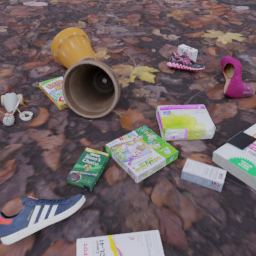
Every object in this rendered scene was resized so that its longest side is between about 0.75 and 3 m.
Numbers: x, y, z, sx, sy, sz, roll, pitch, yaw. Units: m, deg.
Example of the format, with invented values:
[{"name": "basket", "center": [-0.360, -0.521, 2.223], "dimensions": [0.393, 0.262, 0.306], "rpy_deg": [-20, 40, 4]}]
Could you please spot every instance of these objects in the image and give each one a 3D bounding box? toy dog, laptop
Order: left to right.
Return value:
[{"name": "toy dog", "center": [-4.254, -0.887, 10.151], "dimensions": [1.113, 0.813, 1.687], "rpy_deg": [-23, 45, -25]}, {"name": "laptop", "center": [3.393, 0.476, 8.731], "dimensions": [0.780, 0.833, 0.483], "rpy_deg": [-26, 75, -28]}]

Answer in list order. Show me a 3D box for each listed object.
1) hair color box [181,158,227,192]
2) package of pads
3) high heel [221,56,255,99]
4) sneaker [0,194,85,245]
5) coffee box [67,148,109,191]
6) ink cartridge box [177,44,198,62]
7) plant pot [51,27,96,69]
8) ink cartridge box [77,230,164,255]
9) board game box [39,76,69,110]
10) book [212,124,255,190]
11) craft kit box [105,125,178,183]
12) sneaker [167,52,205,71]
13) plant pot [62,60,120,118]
[{"name": "hair color box", "center": [2.124, 1.309, 7.877], "dimensions": [1.135, 0.344, 0.562], "rpy_deg": [16, 42, 20]}, {"name": "package of pads", "center": [1.921, -0.197, 9.488], "dimensions": [1.758, 0.599, 1.358], "rpy_deg": [-3, 40, -3]}, {"name": "high heel", "center": [4.148, -2.229, 11.648], "dimensions": [1.264, 0.887, 2.630], "rpy_deg": [1, 42, -16]}, {"name": "sneaker", "center": [-2.045, 1.878, 6.626], "dimensions": [2.052, 0.769, 0.867], "rpy_deg": [-22, 86, -25]}, {"name": "coffee box", "center": [-1.126, 1.152, 8.031], "dimensions": [0.774, 0.277, 1.259], "rpy_deg": [15, 45, 16]}, {"name": "ink cartridge box", "center": [2.837, -3.525, 13.441], "dimensions": [0.379, 0.672, 0.916], "rpy_deg": [-30, 49, -32]}, {"name": "plant pot", "center": [-2.231, -3.186, 12.377], "dimensions": [1.799, 1.799, 1.647], "rpy_deg": [-24, 61, -26]}, {"name": "ink cartridge box", "center": [-0.130, 2.892, 5.653], "dimensions": [1.770, 0.758, 1.306], "rpy_deg": [-4, 40, -7]}, {"name": "board game box", "center": [-2.751, -1.492, 11.319], "dimensions": [1.037, 0.325, 2.170], "rpy_deg": [-24, 43, -27]}, {"name": "book", "center": [4.220, 0.723, 8.451], "dimensions": [2.833, 0.681, 1.892], "rpy_deg": [-28, 44, -27]}, {"name": "craft kit box", "center": [0.406, 0.729, 8.582], "dimensions": [1.619, 0.393, 1.599], "rpy_deg": [-27, 49, -28]}, {"name": "sneaker", "center": [2.645, -3.021, 12.628], "dimensions": [1.698, 0.810, 0.671], "rpy_deg": [15, 8, 15]}, {"name": "plant pot", "center": [-1.109, -1.589, 10.330], "dimensions": [2.058, 2.058, 1.795], "rpy_deg": [10, 24, 12]}]
